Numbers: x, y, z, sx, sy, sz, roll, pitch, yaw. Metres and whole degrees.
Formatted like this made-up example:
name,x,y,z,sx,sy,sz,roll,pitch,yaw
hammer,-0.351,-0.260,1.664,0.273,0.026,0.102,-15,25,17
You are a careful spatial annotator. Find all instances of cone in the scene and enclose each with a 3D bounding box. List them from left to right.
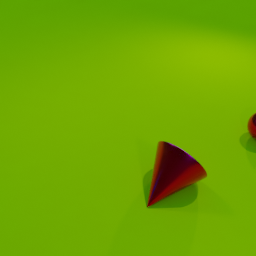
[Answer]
name,x,y,z,sx,sy,sz,roll,pitch,yaw
cone,0.755,1.115,5.714,1.217,1.217,1.221,30,73,33

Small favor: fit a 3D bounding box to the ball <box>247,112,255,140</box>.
name,x,y,z,sx,sy,sz,roll,pitch,yaw
ball,3.428,-0.050,7.033,0.801,0.801,0.801,0,38,0
